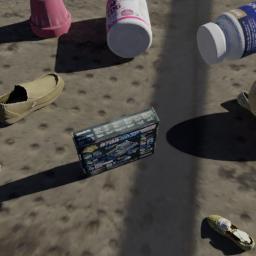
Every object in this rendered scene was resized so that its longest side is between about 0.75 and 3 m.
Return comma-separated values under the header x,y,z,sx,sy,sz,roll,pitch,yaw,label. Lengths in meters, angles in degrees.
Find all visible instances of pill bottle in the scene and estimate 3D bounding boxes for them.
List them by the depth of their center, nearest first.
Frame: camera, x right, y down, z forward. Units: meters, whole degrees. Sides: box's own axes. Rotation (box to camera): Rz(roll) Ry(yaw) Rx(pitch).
x,y,z,sx,sy,sz,roll,pitch,yaw,label
1.872,-1.553,4.538,1.364,0.789,0.789,-22,58,-6,pill bottle
-0.030,-3.941,9.995,1.515,1.515,2.672,-3,55,-2,pill bottle

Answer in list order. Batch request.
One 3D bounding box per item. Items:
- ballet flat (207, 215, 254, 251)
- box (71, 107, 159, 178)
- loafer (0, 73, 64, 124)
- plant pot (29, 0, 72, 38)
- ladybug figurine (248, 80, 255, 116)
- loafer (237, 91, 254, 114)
x,y,z,sx,sy,sz,roll,pitch,yaw,label
2.352,2.331,6.382,1.119,0.395,0.395,35,62,22,ballet flat
-0.264,0.415,6.952,2.013,1.600,0.463,-19,57,-12,box
-2.903,-1.006,8.427,0.870,0.772,2.288,35,62,22,loafer
-2.974,-4.387,10.394,1.542,1.380,1.542,0,55,0,plant pot
4.494,-0.575,7.727,2.733,0.983,1.855,19,73,-8,ladybug figurine
3.865,-0.668,8.402,1.244,0.434,0.435,38,63,23,loafer
